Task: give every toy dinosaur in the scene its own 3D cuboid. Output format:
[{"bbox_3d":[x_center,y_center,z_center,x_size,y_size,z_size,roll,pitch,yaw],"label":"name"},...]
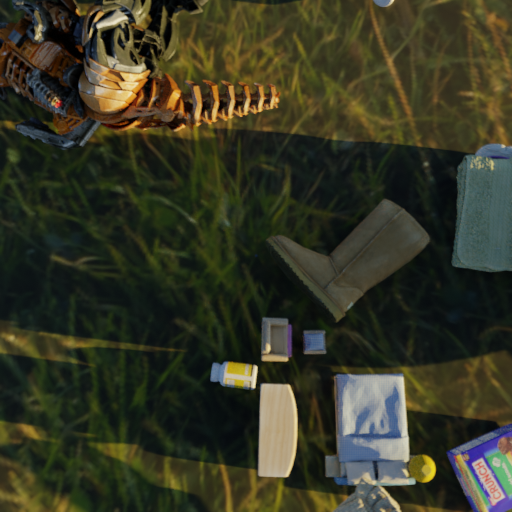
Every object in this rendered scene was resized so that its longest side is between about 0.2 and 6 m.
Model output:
[{"bbox_3d":[-2.383,-3.473,9.778,5.424,2.770,3.681,17,90,-15],"label":"toy dinosaur"}]

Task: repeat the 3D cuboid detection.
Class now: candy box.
[{"bbox_3d":[3.725,3.289,8.608,1.184,0.456,1.001,-22,78,-5],"label":"candy box"}]

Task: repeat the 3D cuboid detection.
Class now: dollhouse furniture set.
[{"bbox_3d":[1.351,2.131,8.272,2.613,1.705,2.467,2,75,0],"label":"dollhouse furniture set"}]

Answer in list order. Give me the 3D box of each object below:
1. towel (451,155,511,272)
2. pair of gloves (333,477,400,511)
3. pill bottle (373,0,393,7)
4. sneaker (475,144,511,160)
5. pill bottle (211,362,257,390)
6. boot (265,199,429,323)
[{"bbox_3d":[4.060,-0.688,9.340,1.441,0.354,1.942,3,97,9],"label":"towel"},{"bbox_3d":[1.840,4.491,8.087,2.152,0.377,1.830,38,100,7],"label":"pair of gloves"},{"bbox_3d":[2.528,-5.122,10.677,0.411,0.411,0.741,27,60,7],"label":"pill bottle"},{"bbox_3d":[4.916,-1.214,9.723,2.357,0.950,0.983,14,91,13],"label":"sneaker"},{"bbox_3d":[-0.359,1.914,9.004,0.709,0.394,0.394,8,75,1],"label":"pill bottle"},{"bbox_3d":[1.511,-0.201,9.456,2.158,0.714,1.890,-42,85,-12],"label":"boot"}]
